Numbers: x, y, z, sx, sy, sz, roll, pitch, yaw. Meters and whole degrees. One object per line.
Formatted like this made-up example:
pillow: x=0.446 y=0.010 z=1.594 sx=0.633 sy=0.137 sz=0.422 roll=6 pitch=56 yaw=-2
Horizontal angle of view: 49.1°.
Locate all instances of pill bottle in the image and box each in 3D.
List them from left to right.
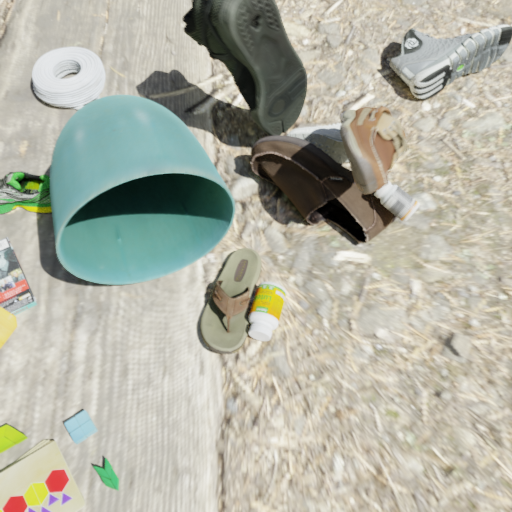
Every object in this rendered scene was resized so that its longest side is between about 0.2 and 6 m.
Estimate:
pill bottle: x=0.170 y=0.963 z=9.649 sx=0.521 sy=0.521 sz=0.937 roll=13 pitch=59 yaw=8
pill bottle: x=2.468 y=-0.980 z=9.877 sx=0.730 sy=0.425 sz=0.425 roll=41 pitch=66 yaw=4

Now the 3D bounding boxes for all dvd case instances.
dvd case: x=-4.790 y=0.502 z=10.144 sx=1.170 sy=0.176 sz=1.603 roll=-28 pitch=64 yaw=-16

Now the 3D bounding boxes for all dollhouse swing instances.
dollhouse swing: x=-4.834 y=1.158 z=9.638 sx=0.997 sy=0.964 sz=1.097 roll=10 pitch=62 yaw=52

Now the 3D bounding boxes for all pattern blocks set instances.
pattern blocks set: x=-3.409 y=3.608 z=8.220 sx=2.713 sy=0.220 sz=2.385 roll=-23 pitch=61 yaw=-13

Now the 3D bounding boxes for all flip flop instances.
flip flop: x=-0.400 y=0.692 z=9.765 sx=0.862 sy=0.612 sz=2.125 roll=14 pitch=60 yaw=8

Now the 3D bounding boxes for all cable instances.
cable: x=-4.246 y=-4.043 z=12.668 sx=1.632 sy=0.565 sz=1.632 roll=4 pitch=59 yaw=2

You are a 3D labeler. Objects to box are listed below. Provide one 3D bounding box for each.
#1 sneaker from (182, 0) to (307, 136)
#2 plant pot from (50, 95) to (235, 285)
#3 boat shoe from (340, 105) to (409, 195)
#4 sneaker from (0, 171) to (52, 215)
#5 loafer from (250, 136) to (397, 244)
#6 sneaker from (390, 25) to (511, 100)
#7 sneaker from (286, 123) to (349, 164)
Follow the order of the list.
sneaker: x=-0.180 y=-3.765 z=10.465 sx=1.294 sy=3.385 sz=1.939 roll=-42 pitch=56 yaw=-3
plant pot: x=-2.120 y=-1.276 z=9.575 sx=2.930 sy=2.930 sz=2.352 roll=-18 pitch=61 yaw=-11
boat shoe: x=2.014 y=-1.950 z=9.436 sx=1.018 sy=1.074 sz=2.836 roll=-15 pitch=30 yaw=15
sneaker: x=-4.792 y=-1.336 z=10.864 sx=1.996 sy=0.850 sz=0.779 roll=-2 pitch=59 yaw=-1
loafer: x=1.143 y=-1.251 z=10.626 sx=3.128 sy=1.142 sz=1.111 roll=28 pitch=65 yaw=15
sneaker: x=4.356 y=-4.889 z=12.903 sx=2.955 sy=1.109 sz=1.706 roll=-30 pitch=61 yaw=-16
sneaker: x=1.590 y=-2.412 z=11.661 sx=2.000 sy=0.764 sz=0.805 roll=4 pitch=51 yaw=-6
